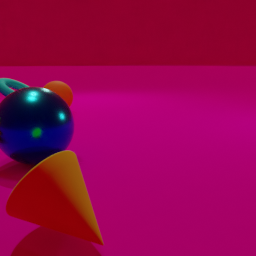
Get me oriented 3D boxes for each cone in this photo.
[{"bbox_3d":[-0.559,0.846,2.800,0.888,0.885,0.885,40,29,18],"label":"cone"}]

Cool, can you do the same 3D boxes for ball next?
[{"bbox_3d":[-1.649,-0.037,4.974,1.375,1.375,1.375,0,14,0],"label":"ball"},{"bbox_3d":[-2.332,-1.018,9.200,1.041,1.041,1.041,0,14,0],"label":"ball"}]

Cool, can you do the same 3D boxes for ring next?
[{"bbox_3d":[-3.574,-1.186,9.152,1.461,0.292,1.461,29,14,-8],"label":"ring"}]
